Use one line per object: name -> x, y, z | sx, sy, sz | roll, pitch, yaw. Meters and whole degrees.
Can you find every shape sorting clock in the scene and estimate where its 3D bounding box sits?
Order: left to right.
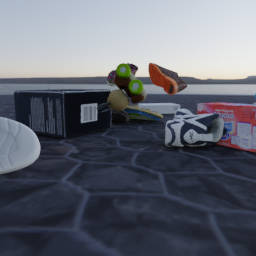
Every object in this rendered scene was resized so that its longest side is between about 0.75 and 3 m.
shape sorting clock -> 0.305, -0.745, 12.166 | 2.458, 0.482, 2.458 | 9, -5, 1

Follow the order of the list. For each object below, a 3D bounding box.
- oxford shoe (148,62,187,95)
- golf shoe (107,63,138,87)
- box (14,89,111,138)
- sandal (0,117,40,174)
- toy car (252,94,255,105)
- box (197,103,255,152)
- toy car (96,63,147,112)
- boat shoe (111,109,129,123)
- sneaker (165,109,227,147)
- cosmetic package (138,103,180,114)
oxford shoe -> 1.676, -2.229, 12.374 | 0.852, 0.833, 2.337 | -16, 46, -23
golf shoe -> -0.200, -1.716, 9.970 | 0.638, 0.809, 1.757 | 30, 35, 16
box -> -2.154, -0.612, 9.554 | 2.303, 1.452, 2.343 | 7, 12, 33
sandal -> -3.096, 0.424, 5.134 | 2.945, 1.198, 0.724 | -2, -32, -7
toy car -> 6.681, -1.146, 12.880 | 2.002, 1.501, 1.752 | 8, 13, 41
box -> 2.950, -0.072, 7.343 | 1.026, 1.112, 2.167 | -5, 9, -33
toy car -> -0.292, -0.938, 7.920 | 1.408, 1.111, 1.156 | -37, -10, 2
boat shoe -> -0.904, -0.439, 11.538 | 1.935, 0.721, 0.709 | 9, 37, 23
sneaker -> 1.940, -0.008, 7.610 | 1.447, 0.888, 2.223 | 5, 9, 20
cosmetic package -> 1.695, -1.106, 15.754 | 2.052, 0.530, 1.547 | -2, 11, -9
